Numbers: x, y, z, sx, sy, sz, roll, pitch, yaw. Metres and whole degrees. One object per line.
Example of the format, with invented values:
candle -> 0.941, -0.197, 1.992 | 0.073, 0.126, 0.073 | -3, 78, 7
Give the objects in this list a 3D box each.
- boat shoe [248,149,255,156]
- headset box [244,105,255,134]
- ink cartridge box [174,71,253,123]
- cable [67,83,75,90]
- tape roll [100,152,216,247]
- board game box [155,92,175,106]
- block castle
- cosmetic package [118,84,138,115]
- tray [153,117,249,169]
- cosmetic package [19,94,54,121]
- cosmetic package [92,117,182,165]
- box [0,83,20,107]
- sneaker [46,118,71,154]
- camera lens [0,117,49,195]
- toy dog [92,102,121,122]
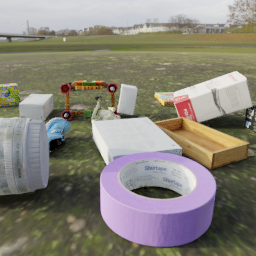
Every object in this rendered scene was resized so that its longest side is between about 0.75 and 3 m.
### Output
boat shoe -> 3.497, 0.627, 8.672 | 0.317, 0.286, 0.879 | -12, 23, -31
headset box -> 5.622, -0.237, 10.161 | 1.973, 0.915, 1.717 | -4, 19, -12
ink cartridge box -> 3.297, -1.166, 11.218 | 2.702, 1.120, 1.983 | -18, 16, 15
cable -> -3.732, -2.637, 17.955 | 1.104, 0.344, 1.353 | -14, 26, -23
tape roll -> 0.593, 1.336, 5.850 | 2.328, 0.764, 2.328 | 1, 20, 0
board game box -> 2.164, -1.587, 14.962 | 1.084, 0.340, 2.269 | -2, 17, -7
block castle -> -1.607, -1.164, 11.841 | 2.386, 1.594, 1.119 | -1, 14, -5
cosmetic package -> -0.028, -1.219, 11.820 | 0.679, 1.101, 1.104 | 9, 14, -3
tray -> 2.152, 0.368, 9.053 | 1.464, 0.549, 2.968 | -11, 21, -27
cosmetic package -> -4.009, -0.950, 12.413 | 1.055, 0.758, 1.869 | 0, 19, -4
cosmetic package -> 0.141, 0.437, 8.481 | 1.970, 0.675, 2.612 | -7, 23, -16
box -> -6.043, -1.655, 14.025 | 1.055, 1.017, 0.644 | -11, 23, -29
sneaker -> -2.372, 0.369, 9.027 | 0.946, 0.825, 2.104 | 21, 29, 9
camera lens -> -3.021, 0.652, 6.389 | 2.194, 1.755, 1.755 | -2, 20, -9
toy dog -> -0.754, -0.295, 10.202 | 1.078, 1.046, 0.752 | 19, 33, -2
